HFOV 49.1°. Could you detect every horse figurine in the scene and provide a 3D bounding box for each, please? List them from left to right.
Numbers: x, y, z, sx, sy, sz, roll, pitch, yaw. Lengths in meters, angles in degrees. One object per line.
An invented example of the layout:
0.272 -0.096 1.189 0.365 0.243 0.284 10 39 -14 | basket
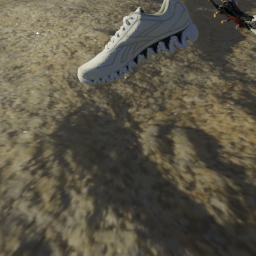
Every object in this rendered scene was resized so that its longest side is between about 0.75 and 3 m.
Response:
2.574 -3.246 7.315 0.950 1.434 0.358 -17 -6 -23 | horse figurine

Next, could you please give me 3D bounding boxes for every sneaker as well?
0.066 -1.964 6.397 2.914 1.181 1.095 -26 30 7 | sneaker

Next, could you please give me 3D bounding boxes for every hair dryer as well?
3.195 -2.592 6.864 2.388 0.649 1.819 16 28 -47 | hair dryer

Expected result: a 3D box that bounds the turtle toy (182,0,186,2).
1.224 -4.739 8.713 1.709 1.185 2.345 29 20 3 | turtle toy
